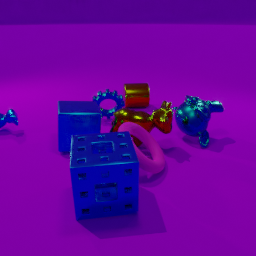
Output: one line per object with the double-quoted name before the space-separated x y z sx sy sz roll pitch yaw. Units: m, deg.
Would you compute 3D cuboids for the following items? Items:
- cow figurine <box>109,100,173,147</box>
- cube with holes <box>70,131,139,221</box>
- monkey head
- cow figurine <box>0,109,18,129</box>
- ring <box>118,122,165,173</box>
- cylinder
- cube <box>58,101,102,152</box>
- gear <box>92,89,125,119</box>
"cow figurine" 0.380 -0.205 7.343 1.543 1.518 0.847 21 43 -12
"cube with holes" -0.451 0.850 5.271 1.129 1.129 1.129 -4 27 -7
"monkey head" 2.012 -0.323 7.985 1.271 1.065 1.767 -5 44 -24
"cow figurine" -3.847 -0.193 8.507 0.957 0.534 0.973 21 60 35
"ring" 0.326 0.439 6.496 1.404 0.281 1.404 37 25 -21
"cylinder" 0.302 -1.250 10.709 0.923 0.923 0.923 -3 23 -7
"cube" -1.342 -0.072 7.557 1.073 1.073 1.073 0 23 -15
"gear" -0.661 -0.781 9.284 1.089 1.089 0.201 -3 42 -6
